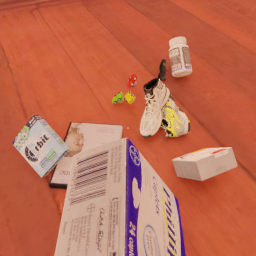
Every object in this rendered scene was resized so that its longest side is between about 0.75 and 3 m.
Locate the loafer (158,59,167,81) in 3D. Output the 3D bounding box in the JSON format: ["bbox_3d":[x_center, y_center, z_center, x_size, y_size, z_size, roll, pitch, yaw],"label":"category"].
[{"bbox_3d":[1.255,-2.043,9.860,0.278,0.770,0.280,5,19,-16],"label":"loafer"}]

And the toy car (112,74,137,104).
[{"bbox_3d":[-0.087,-1.034,8.717,0.249,1.049,1.115,30,50,-31],"label":"toy car"}]

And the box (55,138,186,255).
[{"bbox_3d":[0.033,1.732,4.754,1.203,2.293,2.108,-20,42,20],"label":"box"}]

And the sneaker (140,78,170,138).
[{"bbox_3d":[0.562,-0.620,7.676,0.628,0.957,1.664,8,69,35],"label":"sneaker"}]

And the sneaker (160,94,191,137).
[{"bbox_3d":[1.042,-0.511,8.283,0.743,0.733,1.944,-20,47,-16],"label":"sneaker"}]

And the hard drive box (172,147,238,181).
[{"bbox_3d":[1.762,0.827,6.593,0.959,1.230,0.472,-17,90,-17],"label":"hard drive box"}]

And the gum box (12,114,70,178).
[{"bbox_3d":[-2.153,0.439,6.883,1.193,1.014,0.266,46,20,7],"label":"gum box"}]

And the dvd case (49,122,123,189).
[{"bbox_3d":[-1.035,0.687,7.456,1.578,0.194,2.212,4,45,4],"label":"dvd case"}]

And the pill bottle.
[{"bbox_3d":[1.825,-2.498,9.863,0.711,0.711,1.249,-6,85,-6],"label":"pill bottle"}]
